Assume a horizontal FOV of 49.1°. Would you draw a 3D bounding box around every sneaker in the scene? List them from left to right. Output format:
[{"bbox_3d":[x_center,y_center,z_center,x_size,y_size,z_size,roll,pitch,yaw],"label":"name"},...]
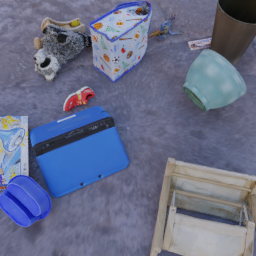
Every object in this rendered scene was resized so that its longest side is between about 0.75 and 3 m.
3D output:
[{"bbox_3d":[-1.556,-0.898,9.002,0.501,0.455,1.181,39,64,18],"label":"sneaker"}]

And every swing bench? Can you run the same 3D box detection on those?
[{"bbox_3d":[1.810,2.123,6.384,2.285,1.490,2.297,11,52,8],"label":"swing bench"}]

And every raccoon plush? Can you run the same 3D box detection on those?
[{"bbox_3d":[-2.101,-2.514,9.970,2.590,1.736,1.253,1,30,-37],"label":"raccoon plush"}]

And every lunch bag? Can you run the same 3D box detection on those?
[{"bbox_3d":[-0.126,-3.043,9.565,2.255,1.917,1.396,-40,67,-22],"label":"lunch bag"}]

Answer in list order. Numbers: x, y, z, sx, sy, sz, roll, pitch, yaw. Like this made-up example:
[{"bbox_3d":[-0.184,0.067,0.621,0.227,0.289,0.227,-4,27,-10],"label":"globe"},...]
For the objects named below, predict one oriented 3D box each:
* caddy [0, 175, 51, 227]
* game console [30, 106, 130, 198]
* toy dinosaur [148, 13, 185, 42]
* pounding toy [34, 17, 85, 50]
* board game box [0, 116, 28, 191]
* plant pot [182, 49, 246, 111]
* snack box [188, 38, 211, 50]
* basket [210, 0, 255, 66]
[{"bbox_3d":[-2.501,1.759,6.868,1.286,0.675,0.909,44,105,1],"label":"caddy"},{"bbox_3d":[-1.444,0.556,8.147,2.331,1.379,1.990,-21,27,-14],"label":"game console"},{"bbox_3d":[1.424,-4.014,10.989,1.556,0.817,1.412,-2,35,13],"label":"toy dinosaur"},{"bbox_3d":[-2.681,-3.726,10.497,1.933,1.105,1.109,-25,59,-16],"label":"pounding toy"},{"bbox_3d":[-3.519,0.641,7.695,1.478,0.376,2.183,0,57,-21],"label":"board game box"},{"bbox_3d":[2.397,-1.262,8.348,1.191,1.778,1.778,-42,63,2],"label":"plant pot"},{"bbox_3d":[2.843,-3.224,10.747,1.028,0.125,0.370,-12,57,-8],"label":"snack box"},{"bbox_3d":[3.587,-3.223,9.596,1.382,2.032,1.832,-20,58,-13],"label":"basket"}]
